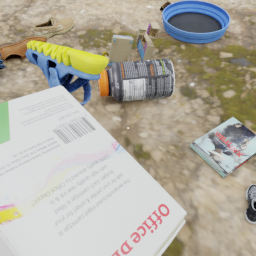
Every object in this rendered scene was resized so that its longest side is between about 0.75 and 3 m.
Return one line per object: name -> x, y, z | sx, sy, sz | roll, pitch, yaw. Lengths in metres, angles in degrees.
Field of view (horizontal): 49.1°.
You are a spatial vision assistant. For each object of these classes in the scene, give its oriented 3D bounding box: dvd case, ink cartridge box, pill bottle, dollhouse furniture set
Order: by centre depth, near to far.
ink cartridge box -> -0.796, 0.830, 3.300 | 2.460, 1.076, 1.787 | 43, 41, 16
dvd case -> 2.979, 0.506, 8.266 | 1.860, 0.205, 1.358 | -28, 55, -21
pill bottle -> 0.219, -1.576, 9.311 | 2.443, 1.297, 1.297 | -5, 50, -5
dollhouse furniture set -> -0.014, -3.359, 10.554 | 1.822, 1.720, 1.189 | -1, 48, -16

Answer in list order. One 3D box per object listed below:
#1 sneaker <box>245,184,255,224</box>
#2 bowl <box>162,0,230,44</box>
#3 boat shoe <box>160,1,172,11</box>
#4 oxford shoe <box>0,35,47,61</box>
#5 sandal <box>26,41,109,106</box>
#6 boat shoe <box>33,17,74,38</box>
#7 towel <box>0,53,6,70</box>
sneaker -> 3.180, 1.770, 6.916 | 0.407, 0.613, 1.077 | 15, 51, 13
bowl -> 2.984, -4.750, 12.490 | 2.950, 0.579, 2.950 | 0, 49, 0
boat shoe -> 1.796, -5.793, 13.375 | 0.312, 0.312, 0.844 | -39, 14, -14
oxford shoe -> -4.108, -3.132, 11.183 | 1.953, 0.696, 0.696 | -24, 78, -15
sandal -> -1.661, -1.335, 6.694 | 1.161, 1.272, 2.922 | 1, 19, -39
boat shoe -> -3.192, -4.473, 12.223 | 1.915, 0.618, 0.682 | -35, 58, -26
towel -> -5.524, -1.915, 9.355 | 1.562, 0.679, 2.797 | -6, 24, 14
